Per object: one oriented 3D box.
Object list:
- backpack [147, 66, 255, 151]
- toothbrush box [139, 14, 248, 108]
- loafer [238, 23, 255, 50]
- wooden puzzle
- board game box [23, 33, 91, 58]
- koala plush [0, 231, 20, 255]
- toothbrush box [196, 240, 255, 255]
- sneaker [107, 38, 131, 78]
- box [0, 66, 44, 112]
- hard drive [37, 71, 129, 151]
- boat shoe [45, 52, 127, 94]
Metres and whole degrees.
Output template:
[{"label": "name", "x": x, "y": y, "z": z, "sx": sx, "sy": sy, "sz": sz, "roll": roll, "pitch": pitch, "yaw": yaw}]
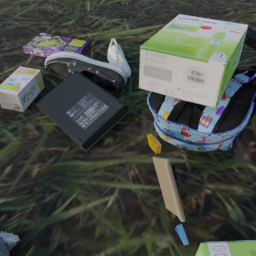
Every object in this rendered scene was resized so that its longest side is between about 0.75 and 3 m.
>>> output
[{"label": "backpack", "x": 1.837, "y": -0.464, "z": 7.123, "sx": 2.550, "sy": 1.879, "sz": 2.793, "roll": 21, "pitch": 47, "yaw": 20}, {"label": "toothbrush box", "x": 1.483, "y": -1.598, "z": 6.167, "sx": 1.687, "sy": 0.997, "sz": 2.317, "roll": 19, "pitch": 41, "yaw": 22}, {"label": "loafer", "x": 5.003, "y": -3.807, "z": 11.574, "sx": 0.601, "sy": 0.581, "sz": 1.712, "roll": -16, "pitch": 51, "yaw": -21}, {"label": "wooden puzzle", "x": 0.828, "y": 1.131, "z": 5.612, "sx": 0.235, "sy": 2.012, "sz": 1.358, "roll": -15, "pitch": 7, "yaw": -6}, {"label": "board game box", "x": -2.793, "y": -3.228, "z": 11.143, "sx": 2.284, "sy": 0.369, "sz": 1.371, "roll": 14, "pitch": 42, "yaw": 14}, {"label": "koala plush", "x": -2.806, "y": 2.217, "z": 5.095, "sx": 1.385, "sy": 1.273, "sz": 1.228, "roll": 21, "pitch": 46, "yaw": -9}, {"label": "toothbrush box", "x": 2.171, "y": 3.129, "z": 3.905, "sx": 1.998, "sy": 1.181, "sz": 2.743, "roll": -2, "pitch": 43, "yaw": -3}, {"label": "sneaker", "x": -0.391, "y": -2.521, "z": 10.012, "sx": 0.721, "sy": 0.847, "sz": 1.915, "roll": -11, "pitch": 45, "yaw": -13}, {"label": "box", "x": -3.336, "y": -1.243, "z": 8.790, "sx": 0.771, "sy": 0.695, "sz": 1.370, "roll": 12, "pitch": 45, "yaw": 11}, {"label": "hard drive", "x": -1.342, "y": -0.598, "z": 7.908, "sx": 1.624, "sy": 0.383, "sz": 2.328, "roll": -44, "pitch": 56, "yaw": -14}, {"label": "boat shoe", "x": -1.481, "y": -1.782, "z": 9.175, "sx": 2.880, "sy": 0.988, "sz": 0.815, "roll": 12, "pitch": 45, "yaw": 10}]
